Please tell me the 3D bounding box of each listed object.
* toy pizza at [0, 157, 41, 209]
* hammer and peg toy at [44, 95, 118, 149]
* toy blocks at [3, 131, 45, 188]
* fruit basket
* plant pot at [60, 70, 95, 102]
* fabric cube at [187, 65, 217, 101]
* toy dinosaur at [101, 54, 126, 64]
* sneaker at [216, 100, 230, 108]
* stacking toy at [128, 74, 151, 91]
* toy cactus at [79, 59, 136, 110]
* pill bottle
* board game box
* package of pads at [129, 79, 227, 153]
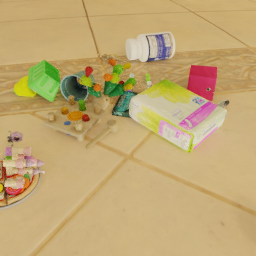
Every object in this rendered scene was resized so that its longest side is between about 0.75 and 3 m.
[{"bbox_3d":[-3.590,1.469,8.142,2.053,0.325,2.053,0,37,0],"label":"toy pizza"},{"bbox_3d":[-1.611,-0.267,9.965,2.299,0.811,1.691,19,43,22],"label":"hammer and peg toy"},{"bbox_3d":[-2.801,0.868,7.696,1.012,1.124,1.203,2,43,-17],"label":"toy blocks"},{"bbox_3d":[-3.909,-1.851,12.090,1.975,1.425,1.975,-30,41,31],"label":"fruit basket"},{"bbox_3d":[-2.045,-1.855,11.966,1.238,1.238,1.213,10,30,12],"label":"plant pot"},{"bbox_3d":[3.177,-1.971,12.076,1.135,1.117,1.139,9,39,12],"label":"fabric cube"},{"bbox_3d":[-0.865,-3.797,15.066,1.574,0.458,0.796,21,41,26],"label":"toy dinosaur"},{"bbox_3d":[3.724,-0.747,11.128,0.997,0.374,0.575,-22,46,-11],"label":"sneaker"},{"bbox_3d":[0.123,-2.088,12.468,1.769,0.551,2.347,2,27,2],"label":"stacking toy"},{"bbox_3d":[-0.888,-1.497,10.454,1.357,2.189,2.653,41,31,19],"label":"toy cactus"},{"bbox_3d":[1.153,-4.296,14.910,2.385,1.427,1.427,-10,38,-14],"label":"pill bottle"},{"bbox_3d":[0.109,-0.990,11.504,1.128,0.235,1.668,8,38,11],"label":"board game box"},{"bbox_3d":[1.718,-0.535,10.169,2.868,0.978,2.216,33,48,30],"label":"package of pads"}]
